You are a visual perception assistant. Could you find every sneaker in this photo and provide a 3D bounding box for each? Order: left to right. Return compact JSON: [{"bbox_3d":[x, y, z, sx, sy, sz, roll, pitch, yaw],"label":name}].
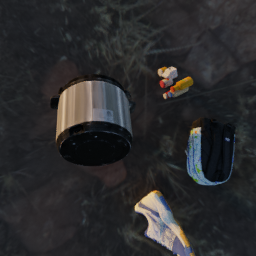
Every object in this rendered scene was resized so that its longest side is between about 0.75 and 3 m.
[{"bbox_3d":[1.029,2.940,7.831,0.996,0.850,2.259,-31,69,0],"label":"sneaker"}]

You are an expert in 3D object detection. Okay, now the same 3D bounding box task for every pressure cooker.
[{"bbox_3d":[-0.857,-0.323,7.368,1.968,1.938,2.204,-25,53,25],"label":"pressure cooker"}]

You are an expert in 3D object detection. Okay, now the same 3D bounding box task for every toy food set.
[{"bbox_3d":[1.173,-1.247,7.934,0.630,1.400,0.668,-26,128,-17],"label":"toy food set"}]

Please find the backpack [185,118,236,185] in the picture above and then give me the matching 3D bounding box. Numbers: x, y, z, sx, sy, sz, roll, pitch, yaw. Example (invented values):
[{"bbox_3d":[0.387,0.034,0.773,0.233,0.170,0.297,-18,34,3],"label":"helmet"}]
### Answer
[{"bbox_3d":[2.287,0.745,7.794,1.380,1.300,1.691,11,62,-24],"label":"backpack"}]
